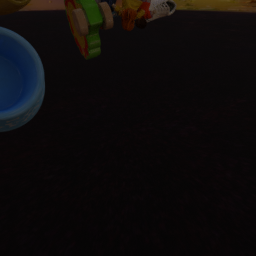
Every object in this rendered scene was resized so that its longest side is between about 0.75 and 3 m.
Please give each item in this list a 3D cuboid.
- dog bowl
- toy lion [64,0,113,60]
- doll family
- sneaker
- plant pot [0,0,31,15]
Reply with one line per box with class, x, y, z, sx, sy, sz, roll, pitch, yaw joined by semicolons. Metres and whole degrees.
dog bowl;-1.761;-0.514;2.680;1.998;1.114;0.495;-1;-4;-29
toy lion;-1.367;-3.342;7.755;0.935;2.723;2.610;-22;9;-14
doll family;-0.336;-3.497;8.034;2.224;1.380;1.002;15;14;16
sneaker;1.024;-4.319;9.955;0.807;0.833;2.280;-8;21;35
plant pot;-2.234;-2.670;4.979;1.015;1.430;1.430;26;36;29
